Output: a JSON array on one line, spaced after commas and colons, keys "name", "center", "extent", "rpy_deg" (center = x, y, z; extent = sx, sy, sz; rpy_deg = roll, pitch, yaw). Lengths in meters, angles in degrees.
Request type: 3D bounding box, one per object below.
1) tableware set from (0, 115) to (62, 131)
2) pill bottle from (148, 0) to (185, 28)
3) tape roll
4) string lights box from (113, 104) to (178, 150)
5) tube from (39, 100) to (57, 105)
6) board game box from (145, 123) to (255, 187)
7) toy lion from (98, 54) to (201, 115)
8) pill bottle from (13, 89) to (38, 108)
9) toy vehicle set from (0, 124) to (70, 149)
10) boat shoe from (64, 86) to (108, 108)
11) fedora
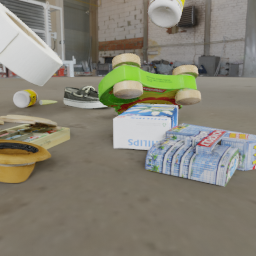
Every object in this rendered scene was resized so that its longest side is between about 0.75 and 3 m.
[{"name": "tableware set", "center": [-2.889, -0.171, 5.197], "extent": [2.450, 0.340, 2.933], "rpy_deg": [4, -4, 18]}, {"name": "pill bottle", "center": [1.225, -3.891, 8.298], "extent": [0.952, 1.743, 0.952], "rpy_deg": [14, -26, 7]}, {"name": "tape roll", "center": [-2.866, -2.190, 7.164], "extent": [2.439, 0.853, 2.439], "rpy_deg": [45, 5, -5]}, {"name": "string lights box", "center": [0.511, -0.085, 6.537], "extent": [1.146, 0.658, 2.231], "rpy_deg": [3, 13, 13]}, {"name": "tube", "center": [-3.552, -1.152, 12.507], "extent": [0.247, 0.221, 0.851], "rpy_deg": [48, 29, 17]}, {"name": "board game box", "center": [1.427, 0.383, 4.759], "extent": [1.705, 0.526, 1.706], "rpy_deg": [6, 14, 30]}, {"name": "toy lion", "center": [0.437, -0.859, 7.754], "extent": [2.800, 0.961, 2.684], "rpy_deg": [3, -16, -29]}, {"name": "pill bottle", "center": [-4.276, -1.267, 11.854], "extent": [0.684, 0.684, 1.253], "rpy_deg": [1, 13, 3]}, {"name": "toy vehicle set", "center": [-2.296, 0.285, 5.793], "extent": [1.284, 0.274, 2.066], "rpy_deg": [5, 13, 20]}, {"name": "boat shoe", "center": [-1.772, -1.311, 11.633], "extent": [2.687, 0.855, 0.950], "rpy_deg": [10, 16, 37]}, {"name": "fedora", "center": [-1.724, 0.503, 4.122], "extent": [1.172, 0.478, 1.172], "rpy_deg": [11, 7, -1]}]
